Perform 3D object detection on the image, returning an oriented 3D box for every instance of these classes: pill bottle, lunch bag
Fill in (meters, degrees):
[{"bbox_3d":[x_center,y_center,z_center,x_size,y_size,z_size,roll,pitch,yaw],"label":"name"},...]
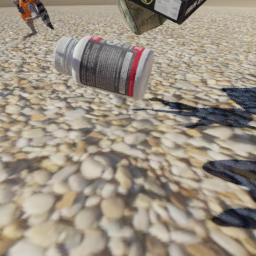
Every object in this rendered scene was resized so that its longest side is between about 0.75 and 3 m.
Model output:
[{"bbox_3d":[-0.452,-1.174,5.258,1.724,0.954,0.954,16,30,9],"label":"pill bottle"},{"bbox_3d":[0.741,-4.154,8.324,2.229,1.852,2.657,-23,26,3],"label":"lunch bag"}]

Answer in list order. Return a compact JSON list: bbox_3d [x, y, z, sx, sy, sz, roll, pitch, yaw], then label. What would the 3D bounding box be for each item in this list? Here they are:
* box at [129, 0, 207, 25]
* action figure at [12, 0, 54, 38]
[{"bbox_3d":[0.606,-3.403,6.029,2.548,0.626,2.054,33,58,17],"label":"box"},{"bbox_3d":[-2.756,-3.652,7.877,1.116,2.065,2.134,-7,-2,-11],"label":"action figure"}]
